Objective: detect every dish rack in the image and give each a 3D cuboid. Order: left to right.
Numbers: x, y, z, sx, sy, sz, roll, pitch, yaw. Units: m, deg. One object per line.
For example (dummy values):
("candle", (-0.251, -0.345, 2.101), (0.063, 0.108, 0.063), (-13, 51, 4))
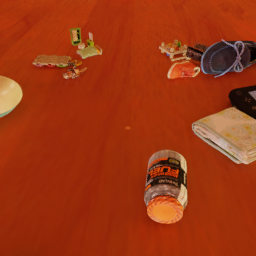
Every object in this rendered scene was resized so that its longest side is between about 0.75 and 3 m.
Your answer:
("dish rack", (2.873, -2.830, 10.400), (1.151, 0.409, 1.501), (29, 44, 14))

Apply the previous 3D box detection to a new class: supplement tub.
("supplement tub", (0.696, 1.042, 5.093), (0.750, 0.750, 1.224), (5, 37, 6))

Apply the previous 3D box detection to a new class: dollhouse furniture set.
("dollhouse furniture set", (-1.743, -3.435, 11.152), (0.863, 0.667, 1.728), (-19, 41, -23))

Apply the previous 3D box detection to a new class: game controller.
("game controller", (4.088, -0.776, 7.714), (2.520, 0.531, 1.315), (-11, 38, -13))

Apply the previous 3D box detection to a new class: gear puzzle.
("gear puzzle", (-2.506, -2.384, 10.165), (1.693, 0.222, 0.877), (2, 35, -2))

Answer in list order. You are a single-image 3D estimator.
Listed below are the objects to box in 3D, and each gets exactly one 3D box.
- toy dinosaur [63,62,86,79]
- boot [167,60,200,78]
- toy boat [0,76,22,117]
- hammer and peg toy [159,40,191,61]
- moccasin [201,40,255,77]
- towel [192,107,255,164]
("toy dinosaur", (-1.805, -1.891, 9.427), (0.826, 0.422, 0.561), (-10, 53, -41))
("boot", (1.852, -1.882, 9.282), (1.241, 0.466, 0.665), (-29, 51, -34))
("toy boat", (-4.109, -0.945, 7.523), (2.216, 1.225, 2.636), (-13, 44, -29))
("hammer and peg toy", (1.839, -2.984, 10.748), (0.884, 0.424, 1.201), (-17, 40, -21))
("moccasin", (3.688, -2.512, 9.431), (2.904, 1.168, 0.990), (-26, 29, -29))
("towel", (2.559, 0.138, 6.629), (1.400, 0.394, 1.635), (-17, 40, -26))
